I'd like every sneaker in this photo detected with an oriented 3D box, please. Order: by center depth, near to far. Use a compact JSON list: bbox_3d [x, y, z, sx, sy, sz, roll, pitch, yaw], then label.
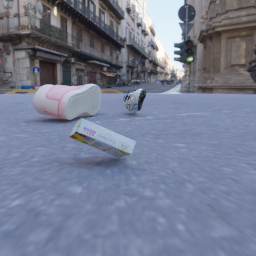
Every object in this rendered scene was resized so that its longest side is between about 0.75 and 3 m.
[{"bbox_3d":[-2.000,-0.973,9.376,1.528,1.100,2.922,10,14,16],"label":"sneaker"},{"bbox_3d":[0.196,-1.009,10.316,0.749,0.743,2.067,23,-9,-3],"label":"sneaker"}]

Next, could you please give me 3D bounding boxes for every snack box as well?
[{"bbox_3d":[-0.360,0.157,3.820,0.790,0.209,0.562,24,-16,-16],"label":"snack box"}]
